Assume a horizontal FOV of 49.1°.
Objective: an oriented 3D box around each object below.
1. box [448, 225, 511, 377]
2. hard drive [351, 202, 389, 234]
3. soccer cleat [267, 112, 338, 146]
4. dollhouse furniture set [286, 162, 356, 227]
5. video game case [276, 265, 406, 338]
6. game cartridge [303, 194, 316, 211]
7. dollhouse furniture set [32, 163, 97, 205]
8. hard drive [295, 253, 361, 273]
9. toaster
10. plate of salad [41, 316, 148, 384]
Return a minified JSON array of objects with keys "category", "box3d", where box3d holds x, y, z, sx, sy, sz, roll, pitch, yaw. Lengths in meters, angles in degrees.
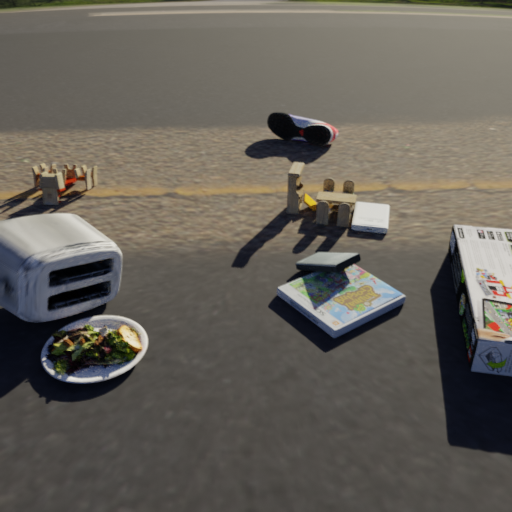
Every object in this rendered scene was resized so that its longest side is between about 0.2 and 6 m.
[{"category":"box","box3d":[4.331,0.621,9.192,1.934,0.610,3.514,6,31,10]},{"category":"hard drive","box3d":[2.475,-0.837,12.084,0.743,0.148,1.126,7,31,11]},{"category":"soccer cleat","box3d":[1.350,-3.739,16.464,2.178,0.743,0.797,20,26,26]},{"category":"dollhouse furniture set","box3d":[1.451,-1.413,12.238,1.467,0.975,1.286,7,32,11]},{"category":"video game case","box3d":[1.436,0.667,9.544,1.635,0.180,1.489,-20,37,-30]},{"category":"game cartridge","box3d":[1.203,-1.196,12.571,0.352,0.065,0.400,39,30,-16]},{"category":"dollhouse furniture set","box3d":[-4.614,-1.715,13.254,1.370,0.706,1.355,4,20,5]},{"category":"hard drive","box3d":[1.293,0.112,10.147,0.685,0.161,0.981,-23,16,-39]},{"category":"toaster","box3d":[-3.287,0.160,9.201,1.535,1.350,2.376,28,27,33]},{"category":"plate of salad","box3d":[-2.398,1.300,8.313,1.542,0.370,1.542,0,32,0]}]
